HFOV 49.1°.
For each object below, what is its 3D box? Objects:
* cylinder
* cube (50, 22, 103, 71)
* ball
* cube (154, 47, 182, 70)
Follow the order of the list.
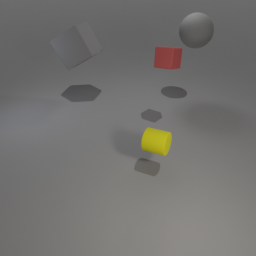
[{"bbox_3d":[0.833,0.394,8.167,0.700,0.700,0.700,13,34,23],"label":"cylinder"},{"bbox_3d":[-2.178,-3.553,12.138,1.400,1.400,1.400,-24,17,24],"label":"cube"},{"bbox_3d":[2.813,-4.004,11.543,1.400,1.400,1.400,0,32,0],"label":"ball"},{"bbox_3d":[1.395,-2.442,9.736,0.700,0.700,0.700,16,22,33],"label":"cube"}]
